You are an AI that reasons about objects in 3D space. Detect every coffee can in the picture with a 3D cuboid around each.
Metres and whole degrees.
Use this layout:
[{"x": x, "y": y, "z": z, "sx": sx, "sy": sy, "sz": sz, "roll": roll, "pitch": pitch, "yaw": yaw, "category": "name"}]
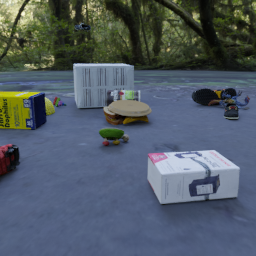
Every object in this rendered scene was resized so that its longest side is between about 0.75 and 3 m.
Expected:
[{"x": -0.198, "y": -1.193, "z": 12.885, "sx": 1.508, "sy": 1.103, "sz": 1.103, "roll": 0, "pitch": 15, "yaw": 0, "category": "coffee can"}]

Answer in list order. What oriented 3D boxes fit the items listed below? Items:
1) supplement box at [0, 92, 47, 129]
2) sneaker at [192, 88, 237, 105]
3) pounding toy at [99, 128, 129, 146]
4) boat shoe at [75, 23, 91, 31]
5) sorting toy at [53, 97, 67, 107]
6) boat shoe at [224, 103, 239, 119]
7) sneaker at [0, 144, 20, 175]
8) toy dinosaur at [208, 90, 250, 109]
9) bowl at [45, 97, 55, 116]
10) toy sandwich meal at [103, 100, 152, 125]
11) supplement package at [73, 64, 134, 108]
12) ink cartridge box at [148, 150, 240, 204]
[{"x": -4.458, "y": -0.705, "z": 10.780, "sx": 2.263, "sy": 1.231, "sz": 1.239, "roll": 1, "pitch": 15, "yaw": 5, "category": "supplement box"}, {"x": 4.656, "y": -1.691, "z": 15.647, "sx": 2.600, "sy": 0.909, "sz": 1.170, "roll": -5, "pitch": -3, "yaw": -12, "category": "sneaker"}, {"x": -0.456, "y": 0.349, "z": 8.604, "sx": 0.776, "sy": 0.467, "sz": 1.006, "roll": -5, "pitch": -18, "yaw": 24, "category": "pounding toy"}, {"x": -1.928, "y": -4.278, "z": 11.852, "sx": 0.755, "sy": 0.283, "sz": 0.233, "roll": 17, "pitch": -23, "yaw": 16, "category": "boat shoe"}, {"x": -3.606, "y": -1.340, "z": 15.048, "sx": 0.503, "sy": 0.506, "sz": 1.460, "roll": 19, "pitch": 2, "yaw": -29, "category": "sorting toy"}, {"x": 4.583, "y": -0.753, "z": 12.441, "sx": 0.613, "sy": 0.525, "sz": 1.676, "roll": 5, "pitch": 17, "yaw": 16, "category": "boat shoe"}, {"x": -3.172, "y": 0.830, "z": 6.038, "sx": 0.954, "sy": 0.690, "sz": 1.953, "roll": 2, "pitch": 13, "yaw": 6, "category": "sneaker"}, {"x": 5.480, "y": -1.448, "z": 14.623, "sx": 1.654, "sy": 0.957, "sz": 1.823, "roll": 11, "pitch": -5, "yaw": -36, "category": "toy dinosaur"}, {"x": -4.325, "y": -1.146, "z": 13.090, "sx": 1.735, "sy": 0.934, "sz": 1.735, "roll": -1, "pitch": 15, "yaw": 0, "category": "bowl"}, {"x": 0.004, "y": -0.608, "z": 11.516, "sx": 1.987, "sy": 0.681, "sz": 1.987, "roll": 4, "pitch": 21, "yaw": -2, "category": "toy sandwich meal"}, {"x": -1.418, "y": -2.397, "z": 15.350, "sx": 2.952, "sy": 2.171, "sz": 2.823, "roll": -3, "pitch": 15, "yaw": -12, "category": "supplement package"}, {"x": 1.269, "y": 0.942, "z": 5.675, "sx": 1.543, "sy": 0.651, "sz": 1.117, "roll": -2, "pitch": 15, "yaw": -9, "category": "ink cartridge box"}]
